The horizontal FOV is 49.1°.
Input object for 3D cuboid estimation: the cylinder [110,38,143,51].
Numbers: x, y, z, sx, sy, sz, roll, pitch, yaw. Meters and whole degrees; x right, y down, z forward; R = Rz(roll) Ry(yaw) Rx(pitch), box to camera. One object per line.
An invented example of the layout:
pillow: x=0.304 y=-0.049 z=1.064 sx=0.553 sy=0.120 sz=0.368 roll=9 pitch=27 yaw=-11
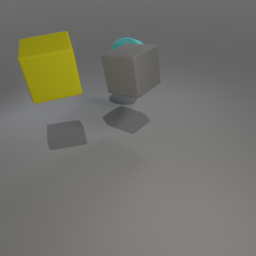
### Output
cylinder: x=0.060 y=-3.124 z=12.064 sx=1.400 sy=1.400 sz=1.400 roll=7 pitch=15 yaw=12

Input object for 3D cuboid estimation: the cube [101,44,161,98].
cube: x=0.141 y=-2.025 z=9.701 sx=1.400 sy=1.400 sz=1.400 roll=14 pitch=38 yaw=35

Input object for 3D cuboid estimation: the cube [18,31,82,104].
cube: x=-2.214 y=-1.751 z=8.020 sx=1.400 sy=1.400 sz=1.400 roll=-14 pitch=41 yaw=-9
